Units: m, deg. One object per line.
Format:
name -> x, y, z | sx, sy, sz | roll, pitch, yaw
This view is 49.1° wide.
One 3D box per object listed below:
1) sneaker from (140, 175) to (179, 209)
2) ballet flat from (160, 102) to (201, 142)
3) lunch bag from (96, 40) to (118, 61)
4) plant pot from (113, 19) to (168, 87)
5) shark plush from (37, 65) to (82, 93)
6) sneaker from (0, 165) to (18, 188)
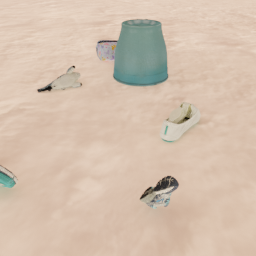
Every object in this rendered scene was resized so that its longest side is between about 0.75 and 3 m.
sneaker -> 0.707, 1.305, 5.560 | 0.458, 1.062, 0.412 | 42, 47, -5
ballet flat -> 1.692, -0.367, 8.623 | 0.794, 0.794, 2.287 | 19, 35, 28
lunch bag -> -0.964, -4.094, 14.641 | 1.290, 0.967, 1.521 | -5, 25, -13
plant pot -> 0.569, -3.337, 12.016 | 2.490, 2.340, 2.490 | 0, 30, 0
shark plush -> -2.711, -1.766, 11.429 | 1.910, 0.868, 0.796 | -40, 25, -20
sneaker -> -3.466, 1.203, 6.208 | 2.106, 0.816, 0.839 | 0, 49, 9
